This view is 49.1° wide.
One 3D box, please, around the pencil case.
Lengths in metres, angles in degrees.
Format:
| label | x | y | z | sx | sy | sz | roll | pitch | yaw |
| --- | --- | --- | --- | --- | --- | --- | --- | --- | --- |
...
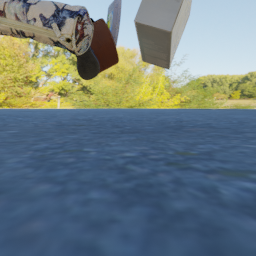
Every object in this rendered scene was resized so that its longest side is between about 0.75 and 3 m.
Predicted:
| label | x | y | z | sx | sy | sz | roll | pitch | yaw |
| --- | --- | --- | --- | --- | --- | --- | --- | --- | --- |
| pencil case | -2.403 | -2.643 | 6.901 | 2.958 | 1.151 | 1.323 | 13 | 26 | 5 |

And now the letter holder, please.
| label | x | y | z | sx | sy | sz | roll | pitch | yaw |
| --- | --- | --- | --- | --- | --- | --- | --- | --- | --- |
| letter holder | -1.246 | -3.079 | 10.272 | 1.331 | 1.872 | 0.941 | -29 | 46 | -6 |

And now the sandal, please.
| label | x | y | z | sx | sy | sz | roll | pitch | yaw |
| --- | --- | --- | --- | --- | --- | --- | --- | --- | --- |
| sandal | -1.385 | -2.344 | 9.007 | 0.763 | 0.430 | 2.007 | -13 | -35 | -2 |

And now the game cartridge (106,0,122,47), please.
| label | x | y | z | sx | sy | sz | roll | pitch | yaw |
| --- | --- | --- | --- | --- | --- | --- | --- | --- | --- |
| game cartridge | -0.598 | -4.010 | 10.939 | 0.371 | 1.832 | 1.222 | 4 | 8 | -21 |

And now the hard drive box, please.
| label | x | y | z | sx | sy | sz | roll | pitch | yaw |
| --- | --- | --- | --- | --- | --- | --- | --- | --- | --- |
| hard drive box | 0.894 | -2.581 | 6.546 | 0.822 | 1.669 | 2.141 | 20 | -6 | 9 |
